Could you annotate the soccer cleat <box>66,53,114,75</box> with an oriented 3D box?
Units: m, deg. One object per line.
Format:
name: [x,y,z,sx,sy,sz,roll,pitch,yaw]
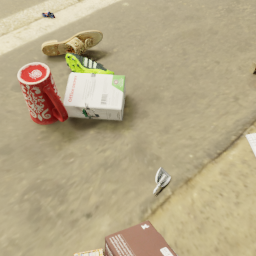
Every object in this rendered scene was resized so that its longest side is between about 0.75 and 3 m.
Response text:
soccer cleat: [-1.726,-2.665,12.447,2.473,0.835,1.002,33,42,22]

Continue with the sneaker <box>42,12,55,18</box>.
sneaker: [-4.359,-6.233,15.311,0.768,0.301,0.289,10,53,7]

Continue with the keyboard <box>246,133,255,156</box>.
keyboard: [4.993,1.242,9.852,0.731,0.139,2.598,-7,53,-5]

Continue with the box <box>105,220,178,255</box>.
box: [0.253,3.475,6.904,1.311,1.596,1.324,-11,28,-27]

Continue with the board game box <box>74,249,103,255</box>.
board game box: [-1.090,3.813,7.902,0.823,0.191,0.623,-7,54,-5]

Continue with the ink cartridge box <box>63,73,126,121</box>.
ink cartridge box: [-1.261,-1.250,11.089,2.224,0.938,1.624,4,62,4]

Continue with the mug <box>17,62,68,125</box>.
mug: [-3.037,-1.262,10.494,1.857,2.092,1.396,10,53,8]

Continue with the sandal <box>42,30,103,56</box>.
sandal: [-2.537,-3.641,13.021,2.936,1.077,0.966,-11,62,1]

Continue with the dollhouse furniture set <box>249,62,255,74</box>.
dollhouse furniture set: [6.505,-2.730,12.386,1.562,0.805,1.546,-26,57,-18]

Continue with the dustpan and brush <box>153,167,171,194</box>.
dustpan and brush: [1.057,1.801,9.273,0.857,0.598,0.245,-50,27,-8]
